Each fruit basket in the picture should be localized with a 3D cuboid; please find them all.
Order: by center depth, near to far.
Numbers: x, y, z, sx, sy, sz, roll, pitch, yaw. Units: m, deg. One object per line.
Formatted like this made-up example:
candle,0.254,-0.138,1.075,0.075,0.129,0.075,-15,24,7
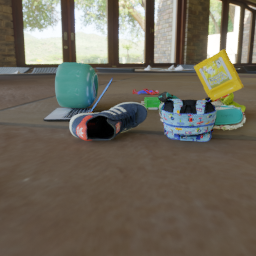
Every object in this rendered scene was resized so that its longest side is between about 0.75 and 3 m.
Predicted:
fruit basket,1.275,-1.272,14.378,1.209,0.612,1.306,1,5,2

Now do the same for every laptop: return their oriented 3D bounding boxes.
laptop,-2.057,-1.344,12.342,2.787,1.615,2.610,0,14,-1

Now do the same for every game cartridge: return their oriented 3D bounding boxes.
game cartridge,3.392,-1.950,10.601,0.254,1.565,1.379,-25,-1,-44

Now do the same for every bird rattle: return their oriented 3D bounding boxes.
bird rattle,3.673,-1.034,11.922,2.138,1.477,2.622,-15,11,3

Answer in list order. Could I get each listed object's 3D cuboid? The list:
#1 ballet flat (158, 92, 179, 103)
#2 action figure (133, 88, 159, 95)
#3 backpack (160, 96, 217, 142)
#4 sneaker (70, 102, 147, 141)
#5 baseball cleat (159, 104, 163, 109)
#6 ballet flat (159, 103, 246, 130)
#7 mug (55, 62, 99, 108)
ballet flat,2.032,-1.368,13.794,0.620,0.616,1.812,-11,-20,33
action figure,1.256,-2.542,19.514,1.834,0.474,0.600,8,14,19
backpack,1.861,-0.238,8.615,1.741,1.283,1.907,3,14,10
sneaker,-0.388,-0.130,8.965,2.767,1.037,1.169,-17,22,-26
baseball cleat,2.172,-0.928,13.240,1.451,0.506,0.772,-14,32,-28
ballet flat,2.624,-0.333,10.123,2.984,1.128,0.954,8,-14,13
mug,-2.280,-2.042,13.528,1.612,2.142,2.607,3,10,7
